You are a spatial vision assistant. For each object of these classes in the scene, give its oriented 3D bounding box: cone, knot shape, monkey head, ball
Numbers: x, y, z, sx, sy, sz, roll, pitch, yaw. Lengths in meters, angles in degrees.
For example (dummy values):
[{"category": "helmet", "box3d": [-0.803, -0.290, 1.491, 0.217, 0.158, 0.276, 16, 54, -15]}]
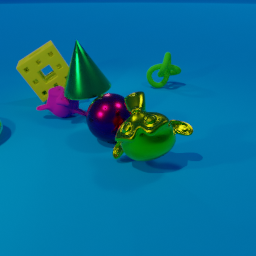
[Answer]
[{"category": "cone", "box3d": [-1.292, -1.759, 7.892, 1.442, 1.447, 1.442, -6, 32, 4]}, {"category": "knot shape", "box3d": [1.560, -2.332, 11.468, 1.389, 1.485, 0.686, -2, 46, -44]}, {"category": "monkey head", "box3d": [0.374, -0.005, 6.226, 1.969, 1.186, 1.416, -19, 57, 13]}, {"category": "ball", "box3d": [-0.447, -0.267, 7.342, 1.292, 1.292, 1.292, 0, 27, 0]}, {"category": "monkey head", "box3d": [-2.009, -0.704, 8.649, 1.588, 0.957, 1.142, 6, 28, -12]}]

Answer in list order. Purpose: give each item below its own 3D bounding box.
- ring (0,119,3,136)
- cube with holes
[{"category": "ring", "box3d": [-4.426, 0.083, 7.396, 2.072, 0.414, 2.072, 4, 32, -3]}, {"category": "cube with holes", "box3d": [-2.842, -2.021, 9.829, 1.385, 1.385, 1.385, -34, 28, -2]}]
